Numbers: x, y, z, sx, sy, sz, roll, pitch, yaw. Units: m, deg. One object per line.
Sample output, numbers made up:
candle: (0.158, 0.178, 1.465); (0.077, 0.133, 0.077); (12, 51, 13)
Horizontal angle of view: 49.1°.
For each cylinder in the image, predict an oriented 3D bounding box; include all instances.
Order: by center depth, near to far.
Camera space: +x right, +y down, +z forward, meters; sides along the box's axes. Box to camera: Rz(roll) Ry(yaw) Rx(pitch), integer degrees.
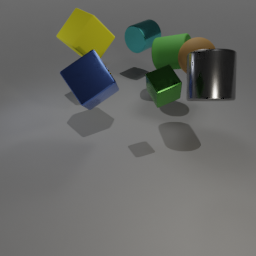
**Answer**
cylinder: (2.449, -1.504, 8.276); (1.400, 1.400, 1.400); (0, 5, 0)
cylinder: (1.898, -3.187, 11.860); (1.400, 1.400, 1.400); (1, 29, 29)
cylinder: (0.775, -4.775, 14.570); (1.400, 1.400, 1.400); (25, 44, 34)

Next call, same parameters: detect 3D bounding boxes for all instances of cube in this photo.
cube: (0.930, -1.097, 7.368); (0.700, 0.700, 0.700); (-23, 62, -6)
cube: (-1.309, -1.654, 9.977); (1.400, 1.400, 1.400); (-34, -4, 1)
cube: (-1.683, -3.644, 11.182); (1.400, 1.400, 1.400); (39, 5, 40)

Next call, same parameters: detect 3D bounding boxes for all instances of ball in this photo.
ball: (2.565, -2.632, 10.392); (1.400, 1.400, 1.400); (0, 32, 0)
